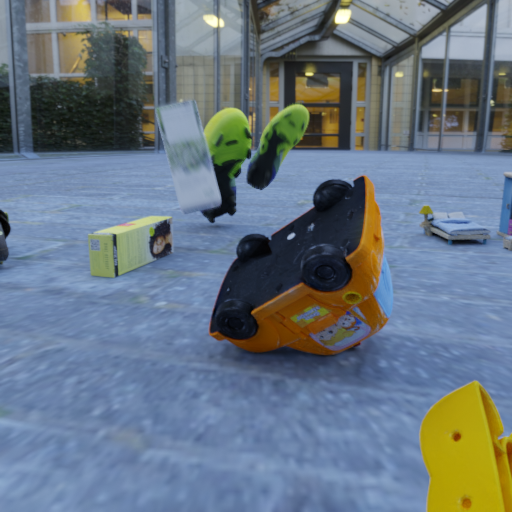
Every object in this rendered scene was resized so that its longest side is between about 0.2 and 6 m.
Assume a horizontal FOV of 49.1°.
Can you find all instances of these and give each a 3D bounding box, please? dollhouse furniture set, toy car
[{"bbox_3d":[4.120,-0.842,10.192,1.876,1.224,1.771,-1,13,-2],"label":"dollhouse furniture set"},{"bbox_3d":[0.660,0.923,4.145,1.359,2.003,4.084,41,20,-22],"label":"toy car"}]

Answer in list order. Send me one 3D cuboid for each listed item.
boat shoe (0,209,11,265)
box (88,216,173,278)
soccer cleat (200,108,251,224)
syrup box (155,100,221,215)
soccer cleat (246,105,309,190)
[{"bbox_3d":[-4.419,-0.396,9.122,0.782,0.925,2.596,-3,20,-22],"label":"boat shoe"},{"bbox_3d":[-1.876,-0.187,8.662,0.441,0.662,1.758,5,15,20],"label":"box"},{"bbox_3d":[-0.847,-1.856,10.862,1.041,1.347,3.221,-21,-21,-17],"label":"soccer cleat"},{"bbox_3d":[-0.725,-1.035,5.997,0.437,1.109,0.452,-14,-1,-7],"label":"syrup box"},{"bbox_3d":[0.337,-1.884,9.410,0.574,1.775,0.742,29,43,-6],"label":"soccer cleat"}]
